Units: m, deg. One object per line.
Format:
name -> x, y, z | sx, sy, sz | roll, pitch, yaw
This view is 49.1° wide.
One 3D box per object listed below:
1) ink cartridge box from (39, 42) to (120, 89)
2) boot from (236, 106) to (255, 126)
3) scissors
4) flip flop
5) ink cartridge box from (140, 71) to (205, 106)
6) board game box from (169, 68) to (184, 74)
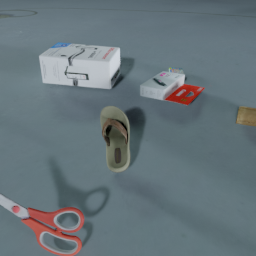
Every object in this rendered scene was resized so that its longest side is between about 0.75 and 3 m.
ink cartridge box -> -1.796, -2.536, 11.201 | 2.738, 1.154, 1.999 | 6, 32, 7
boot -> 4.281, -0.398, 8.438 | 1.798, 0.595, 1.574 | 11, 23, 22
scissors -> -1.872, 1.571, 4.930 | 2.324, 0.850, 0.162 | 18, -3, -2
flip flop -> -0.350, 0.190, 6.970 | 0.760, 0.540, 1.874 | -13, 58, 11
ink cartridge box -> 1.661, -1.495, 10.130 | 1.760, 0.442, 2.028 | 14, 31, 27
board game box -> 2.067, -2.362, 11.943 | 0.571, 0.123, 0.848 | 3, 33, 0
